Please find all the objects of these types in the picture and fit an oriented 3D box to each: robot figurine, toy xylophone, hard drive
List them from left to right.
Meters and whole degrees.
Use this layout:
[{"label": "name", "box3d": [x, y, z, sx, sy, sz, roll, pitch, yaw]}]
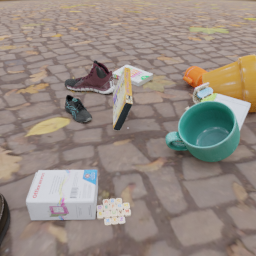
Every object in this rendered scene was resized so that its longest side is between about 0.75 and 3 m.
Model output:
[{"label": "robot figurine", "box3d": [3.595, -2.567, 14.392, 1.249, 1.013, 1.736, -43, 39, 3]}, {"label": "toy xylophone", "box3d": [3.284, -0.657, 11.024, 1.631, 0.560, 2.228, -35, 77, -27]}, {"label": "hard drive", "box3d": [3.530, -0.256, 10.295, 1.264, 0.256, 1.917, 22, 74, 24]}]

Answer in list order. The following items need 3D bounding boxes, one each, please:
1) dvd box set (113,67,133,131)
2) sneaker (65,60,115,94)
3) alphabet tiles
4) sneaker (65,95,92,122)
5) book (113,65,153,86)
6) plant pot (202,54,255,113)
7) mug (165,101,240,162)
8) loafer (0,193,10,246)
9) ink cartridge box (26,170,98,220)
[{"label": "dvd box set", "box3d": [-0.232, -1.147, 10.875, 0.305, 1.518, 2.074, 11, 46, -15]}, {"label": "sneaker", "box3d": [-1.922, -2.644, 13.959, 2.694, 1.556, 1.019, 7, 33, 11]}, {"label": "alphabet tiles", "box3d": [-0.388, 2.234, 7.564, 0.905, 0.066, 0.886, -4, 32, -6]}, {"label": "sneaker", "box3d": [-2.168, -0.816, 11.853, 0.684, 0.719, 1.814, -24, 40, -36]}, {"label": "book", "box3d": [0.254, -2.865, 15.470, 1.891, 0.454, 1.263, 25, 43, 32]}, {"label": "plant pot", "box3d": [4.428, -1.756, 12.128, 2.196, 2.398, 2.398, -8, 29, 19]}, {"label": "mug", "box3d": [2.588, 0.174, 9.394, 2.195, 1.357, 1.804, 13, 66, 37]}, {"label": "loafer", "box3d": [-3.421, 2.324, 6.524, 1.026, 1.003, 2.812, -9, 33, -13]}, {"label": "ink cartridge box", "box3d": [-1.721, 1.794, 7.636, 1.718, 0.727, 1.242, 1, 32, -2]}]
